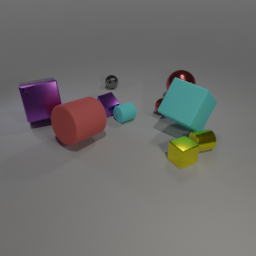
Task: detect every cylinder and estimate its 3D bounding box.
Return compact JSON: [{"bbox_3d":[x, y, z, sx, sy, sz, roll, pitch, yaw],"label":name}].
[{"bbox_3d":[-0.125,-0.647,11.526,0.700,0.700,0.700,-21,36,-30],"label":"cylinder"},{"bbox_3d":[-1.707,-0.273,9.778,1.400,1.400,1.400,23,31,34],"label":"cylinder"},{"bbox_3d":[2.554,0.440,9.646,0.700,0.700,0.700,-8,31,-14],"label":"cylinder"}]

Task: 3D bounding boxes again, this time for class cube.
[{"bbox_3d":[2.213,-0.803,10.359,1.400,1.400,1.400,29,3,33],"label":"cube"},{"bbox_3d":[-3.489,-1.172,11.256,1.400,1.400,1.400,-14,19,-17],"label":"cube"},{"bbox_3d":[1.778,0.780,9.054,0.700,0.700,0.700,-17,34,-27],"label":"cube"},{"bbox_3d":[-0.872,-0.971,11.835,0.700,0.700,0.700,-22,64,-28],"label":"cube"}]

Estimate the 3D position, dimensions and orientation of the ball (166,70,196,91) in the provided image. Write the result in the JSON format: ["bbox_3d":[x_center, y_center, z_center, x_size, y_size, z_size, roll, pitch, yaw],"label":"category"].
[{"bbox_3d":[2.501,-2.036,13.245,1.400,1.400,1.400,0,30,0],"label":"ball"}]

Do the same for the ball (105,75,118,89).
[{"bbox_3d":[-0.848,-2.403,14.559,0.700,0.700,0.700,0,30,0],"label":"ball"}]

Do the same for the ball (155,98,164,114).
[{"bbox_3d":[1.498,-0.940,12.013,0.700,0.700,0.700,0,30,0],"label":"ball"}]
